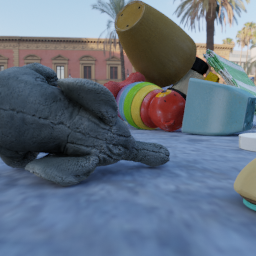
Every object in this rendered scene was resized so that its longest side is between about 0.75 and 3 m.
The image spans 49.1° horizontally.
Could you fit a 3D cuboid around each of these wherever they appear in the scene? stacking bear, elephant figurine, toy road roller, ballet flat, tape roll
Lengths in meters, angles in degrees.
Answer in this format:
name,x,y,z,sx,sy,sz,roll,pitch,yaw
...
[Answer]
name,x,y,z,sx,sy,sz,roll,pitch,yaw
stacking bear,0.587,-0.597,7.545,1.507,1.411,2.482,-25,26,-25
elephant figurine,-0.425,-0.008,2.284,1.438,1.017,1.115,17,38,18
toy road roller,2.395,-0.949,9.617,2.082,1.752,2.852,31,-5,8
ballet flat,1.629,0.099,1.735,2.122,0.669,0.728,-1,4,-13
tape roll,2.066,0.199,3.828,1.042,0.190,1.042,-1,4,0

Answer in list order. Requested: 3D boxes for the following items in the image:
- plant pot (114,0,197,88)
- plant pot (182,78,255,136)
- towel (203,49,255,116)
name,x,y,z,sx,sy,sz,roll,pitch,yaw
plant pot,0.670,-2.636,8.410,2.076,2.076,2.227,3,-21,39
plant pot,2.042,-0.401,6.053,1.213,1.187,1.191,12,10,37
towel,3.704,-1.287,8.746,2.166,0.332,2.839,11,40,-37
